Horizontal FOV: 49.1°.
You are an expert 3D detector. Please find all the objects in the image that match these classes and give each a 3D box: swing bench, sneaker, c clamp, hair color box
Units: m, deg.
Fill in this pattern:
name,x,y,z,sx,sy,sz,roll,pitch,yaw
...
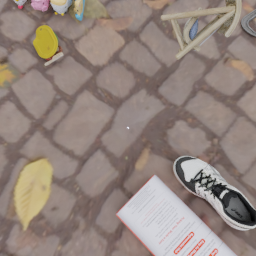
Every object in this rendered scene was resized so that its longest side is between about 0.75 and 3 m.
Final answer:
name,x,y,z,sx,sy,sz,roll,pitch,yaw
swing bench,1.683,-2.379,6.268,1.575,1.566,1.022,-19,106,19
sneaker,2.324,1.577,7.269,2.559,1.122,0.968,39,80,11
c clamp,4.485,-3.376,9.030,1.523,0.206,1.301,-29,77,-8
hair color box,1.188,2.709,7.087,1.452,0.876,2.861,-43,78,-11

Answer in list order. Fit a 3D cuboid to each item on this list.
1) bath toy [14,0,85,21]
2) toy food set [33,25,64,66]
name,x,y,z,sx,sy,sz,roll,pitch,yaw
bath toy,-2.611,-4.097,8.912,2.458,1.069,0.908,13,117,2
toy food set,-2.426,-2.532,8.741,0.790,0.439,1.343,-33,74,17
